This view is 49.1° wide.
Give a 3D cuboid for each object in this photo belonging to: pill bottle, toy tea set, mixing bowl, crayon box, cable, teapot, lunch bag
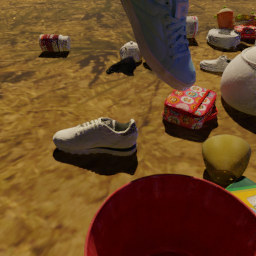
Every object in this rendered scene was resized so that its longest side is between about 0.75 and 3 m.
[{"bbox_3d":[2.615,-5.260,14.643,1.883,1.067,1.067,0,37,0],"label":"pill bottle"},{"bbox_3d":[5.977,-5.958,14.964,1.781,1.109,2.995,3,14,43],"label":"toy tea set"},{"bbox_3d":[0.734,2.163,4.305,2.673,1.448,2.673,-1,36,0],"label":"mixing bowl"},{"bbox_3d":[2.684,1.817,5.553,1.030,0.505,1.734,-25,43,-30],"label":"crayon box"},{"bbox_3d":[4.815,-4.574,14.129,1.648,0.571,1.648,19,40,23],"label":"cable"},{"bbox_3d":[0.133,-3.422,12.391,1.078,0.798,1.092,-3,37,-4],"label":"teapot"},{"bbox_3d":[4.473,-1.845,9.226,2.744,2.031,2.781,-20,40,-25],"label":"teapot"},{"bbox_3d":[-3.434,-4.010,13.214,1.317,0.752,0.752,2,37,4],"label":"pill bottle"},{"bbox_3d":[2.050,-0.680,8.829,1.540,0.716,1.749,22,42,20],"label":"lunch bag"},{"bbox_3d":[6.290,-5.085,14.888,1.196,0.490,1.053,4,37,6],"label":"lunch bag"}]

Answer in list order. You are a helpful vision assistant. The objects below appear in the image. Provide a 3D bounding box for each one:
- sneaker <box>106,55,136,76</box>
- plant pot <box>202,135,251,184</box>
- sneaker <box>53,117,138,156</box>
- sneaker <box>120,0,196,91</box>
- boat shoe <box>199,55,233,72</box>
[{"bbox_3d":[-0.169,-1.595,7.804,0.930,0.532,0.355,-21,7,23],"label":"sneaker"},{"bbox_3d":[2.257,0.826,6.512,1.125,1.125,0.798,10,49,13],"label":"plant pot"},{"bbox_3d":[-0.881,0.139,7.494,2.302,0.926,0.879,-1,38,2],"label":"sneaker"},{"bbox_3d":[0.758,-2.099,5.541,1.038,2.809,1.151,-35,8,-36],"label":"sneaker"},{"bbox_3d":[3.928,-2.689,11.558,1.853,0.606,0.682,8,37,10],"label":"boat shoe"}]
